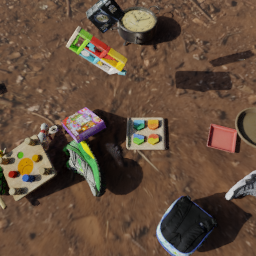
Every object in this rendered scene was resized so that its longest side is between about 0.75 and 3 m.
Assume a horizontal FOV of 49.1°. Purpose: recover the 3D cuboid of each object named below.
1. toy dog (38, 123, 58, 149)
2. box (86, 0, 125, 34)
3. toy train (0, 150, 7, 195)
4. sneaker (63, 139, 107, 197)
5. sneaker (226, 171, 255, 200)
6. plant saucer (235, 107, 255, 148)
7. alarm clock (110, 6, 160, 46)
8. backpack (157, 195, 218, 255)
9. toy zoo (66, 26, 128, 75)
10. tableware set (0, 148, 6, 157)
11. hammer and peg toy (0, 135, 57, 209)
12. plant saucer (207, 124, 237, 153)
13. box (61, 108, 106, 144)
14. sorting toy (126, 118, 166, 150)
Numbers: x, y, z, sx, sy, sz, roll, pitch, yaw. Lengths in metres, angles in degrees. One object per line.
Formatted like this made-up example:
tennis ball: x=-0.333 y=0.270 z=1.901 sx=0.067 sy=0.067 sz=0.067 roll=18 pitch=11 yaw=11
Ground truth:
toy dog: x=-3.440 y=0.487 z=11.435 sx=0.891 sy=0.651 sz=1.352 roll=15 pitch=48 yaw=15
box: x=-0.781 y=-3.976 z=9.753 sx=1.038 sy=0.850 sz=0.447 roll=-33 pitch=49 yaw=19
toy train: x=-4.994 y=1.730 z=10.778 sx=0.526 sy=0.389 sz=1.864 roll=-11 pitch=61 yaw=5
sneaker: x=-1.623 y=1.539 z=10.636 sx=1.121 sy=1.027 sz=2.631 roll=-29 pitch=55 yaw=-7
sneaker: x=4.473 y=2.334 z=10.249 sx=1.731 sy=0.653 sz=0.985 roll=-29 pitch=62 yaw=-18
plant saucer: x=5.470 y=0.047 z=11.706 sx=2.047 sy=0.302 sz=2.047 roll=1 pitch=59 yaw=-2
alarm clock: x=0.665 y=-5.433 z=14.460 sx=2.002 sy=0.988 sz=2.968 roll=35 pitch=68 yaw=18
backpack: x=1.804 y=3.374 z=9.303 sx=1.536 sy=1.233 sz=1.678 roll=40 pitch=58 yaw=18
toy zoo: x=-0.997 y=-2.599 z=10.023 sx=2.311 sy=1.516 sz=0.236 roll=30 pitch=75 yaw=-19
tableware set: x=-5.313 y=1.331 z=10.483 sx=1.617 sy=0.248 sz=1.090 roll=-36 pitch=25 yaw=2
hammer and peg toy: x=-4.008 y=1.699 z=10.334 sx=2.570 sy=0.906 sz=1.890 roll=-35 pitch=70 yaw=4
plant saucer: x=3.871 y=0.450 z=11.585 sx=1.103 sy=0.203 sz=1.105 roll=14 pitch=62 yaw=8
box: x=-1.846 y=-0.155 z=11.324 sx=1.257 sy=0.359 sz=1.836 roll=-31 pitch=33 yaw=-17
sorting toy: x=0.766 y=0.191 z=11.675 sx=1.625 sy=0.296 sz=1.504 roll=2 pitch=61 yaw=1
